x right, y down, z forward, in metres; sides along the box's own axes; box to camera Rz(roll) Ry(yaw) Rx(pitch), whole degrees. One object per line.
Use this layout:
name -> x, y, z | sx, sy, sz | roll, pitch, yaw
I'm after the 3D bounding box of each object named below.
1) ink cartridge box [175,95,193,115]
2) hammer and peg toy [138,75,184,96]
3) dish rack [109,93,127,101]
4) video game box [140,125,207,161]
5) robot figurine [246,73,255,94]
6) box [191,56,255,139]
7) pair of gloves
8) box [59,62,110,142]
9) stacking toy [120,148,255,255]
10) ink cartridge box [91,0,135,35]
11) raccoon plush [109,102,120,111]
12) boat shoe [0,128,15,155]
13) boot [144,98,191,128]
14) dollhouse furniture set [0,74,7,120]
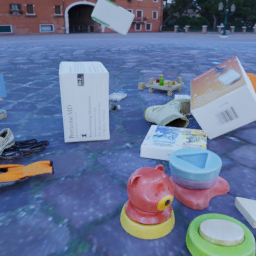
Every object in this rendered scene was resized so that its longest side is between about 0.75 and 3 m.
ink cartridge box -> 2.687, -1.045, 12.618 | 1.907, 0.636, 1.105 | 2, 23, 5
hammer and peg toy -> 1.836, -2.544, 15.990 | 2.341, 0.825, 1.722 | 15, 27, 32
dish rack -> -0.566, -1.594, 14.527 | 0.787, 0.200, 0.917 | 11, 25, 23
video game box -> 1.547, 0.492, 9.154 | 1.972, 0.462, 1.797 | 6, 26, 14
robot figurine -> 4.974, -1.508, 12.433 | 2.857, 2.055, 1.666 | -21, -14, -38
box -> 3.475, -1.163, 10.232 | 1.986, 1.387, 2.608 | -28, 24, 27
pair of gloves -> -3.499, 1.014, 8.041 | 2.561, 0.355, 2.875 | -9, 21, -17
box -> -1.616, -1.057, 10.268 | 1.594, 2.426, 2.439 | -4, 23, -11
stacking toy -> 1.589, 1.346, 6.011 | 2.702, 1.261, 2.984 | 18, 29, 37
ink cartridge box -> -0.597, -4.137, 10.464 | 1.376, 0.780, 1.878 | 24, 15, -14
raccoon plush -> -0.852, -0.892, 12.422 | 1.225, 0.593, 0.821 | -6, 31, -14
boat shoe -> -3.936, 0.474, 8.302 | 0.565, 0.517, 1.513 | 3, 22, 6
boot -> 1.973, -0.490, 11.054 | 2.260, 0.814, 1.747 | -14, 25, -18
dollhouse furniture set -> -6.137, -1.257, 11.289 | 1.937, 2.051, 1.339 | 7, 23, 17
